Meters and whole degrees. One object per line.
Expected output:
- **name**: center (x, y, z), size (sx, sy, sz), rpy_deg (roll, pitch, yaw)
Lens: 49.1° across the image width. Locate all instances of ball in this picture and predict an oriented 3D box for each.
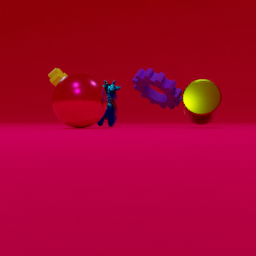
- **ball**: center (-1.207, -0.674, 7.029), size (1.367, 1.367, 1.367), rpy_deg (0, 1, 0)

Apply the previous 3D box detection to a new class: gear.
- **gear**: center (-2.129, -1.357, 10.671), size (0.382, 2.066, 2.066), rpy_deg (-41, -3, 6)
- **gear**: center (0.860, -1.136, 8.316), size (1.537, 0.284, 1.537), rpy_deg (29, -17, 10)

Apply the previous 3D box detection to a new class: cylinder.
- **cylinder**: center (2.077, -0.704, 7.930), size (1.027, 1.027, 1.027), rpy_deg (0, -14, 14)

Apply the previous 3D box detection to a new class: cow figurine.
- **cow figurine**: center (-0.709, -0.894, 9.859), size (0.859, 1.539, 1.564), rpy_deg (4, 10, -1)
